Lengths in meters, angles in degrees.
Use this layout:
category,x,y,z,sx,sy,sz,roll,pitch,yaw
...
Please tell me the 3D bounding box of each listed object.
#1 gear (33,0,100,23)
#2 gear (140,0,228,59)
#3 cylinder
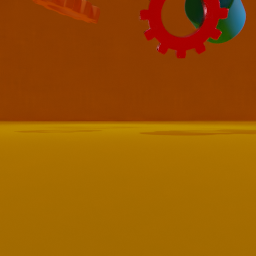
category,x,y,z,sx,sy,sz,roll,pitch,yaw
gear,-1.615,-3.204,7.312,1.760,0.326,1.760,17,11,-4
gear,1.270,-2.648,6.510,1.948,1.948,0.360,0,22,3
cylinder,2.319,-3.083,7.411,1.275,1.275,1.275,1,-8,33
